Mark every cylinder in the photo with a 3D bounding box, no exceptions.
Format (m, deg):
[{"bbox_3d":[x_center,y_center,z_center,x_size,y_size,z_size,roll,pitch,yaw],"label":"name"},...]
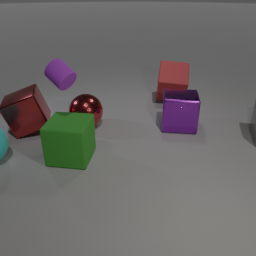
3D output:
[{"bbox_3d":[-2.035,-1.612,8.461,0.700,0.700,0.700,43,42,11],"label":"cylinder"}]

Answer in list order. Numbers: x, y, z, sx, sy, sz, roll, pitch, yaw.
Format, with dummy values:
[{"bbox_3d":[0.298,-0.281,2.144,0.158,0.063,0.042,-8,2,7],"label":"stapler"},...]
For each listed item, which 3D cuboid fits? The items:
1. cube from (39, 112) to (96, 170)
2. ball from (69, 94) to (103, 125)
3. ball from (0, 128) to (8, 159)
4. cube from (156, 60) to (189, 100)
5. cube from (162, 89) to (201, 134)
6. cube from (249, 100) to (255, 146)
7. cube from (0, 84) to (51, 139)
[{"bbox_3d":[-1.947,0.388,9.412,1.400,1.400,1.400,4,28,7],"label":"cube"},{"bbox_3d":[-1.724,-0.701,11.495,1.400,1.400,1.400,0,28,0],"label":"ball"},{"bbox_3d":[-4.673,0.524,9.117,1.400,1.400,1.400,0,28,0],"label":"ball"},{"bbox_3d":[2.180,-2.278,13.745,1.400,1.400,1.400,7,60,4],"label":"cube"},{"bbox_3d":[2.127,-0.715,11.472,1.400,1.400,1.400,3,27,7],"label":"cube"},{"bbox_3d":[5.488,-0.165,10.452,1.400,1.400,1.400,6,28,11],"label":"cube"},{"bbox_3d":[-4.012,-0.687,11.079,1.400,1.400,1.400,-22,30,-2],"label":"cube"}]
